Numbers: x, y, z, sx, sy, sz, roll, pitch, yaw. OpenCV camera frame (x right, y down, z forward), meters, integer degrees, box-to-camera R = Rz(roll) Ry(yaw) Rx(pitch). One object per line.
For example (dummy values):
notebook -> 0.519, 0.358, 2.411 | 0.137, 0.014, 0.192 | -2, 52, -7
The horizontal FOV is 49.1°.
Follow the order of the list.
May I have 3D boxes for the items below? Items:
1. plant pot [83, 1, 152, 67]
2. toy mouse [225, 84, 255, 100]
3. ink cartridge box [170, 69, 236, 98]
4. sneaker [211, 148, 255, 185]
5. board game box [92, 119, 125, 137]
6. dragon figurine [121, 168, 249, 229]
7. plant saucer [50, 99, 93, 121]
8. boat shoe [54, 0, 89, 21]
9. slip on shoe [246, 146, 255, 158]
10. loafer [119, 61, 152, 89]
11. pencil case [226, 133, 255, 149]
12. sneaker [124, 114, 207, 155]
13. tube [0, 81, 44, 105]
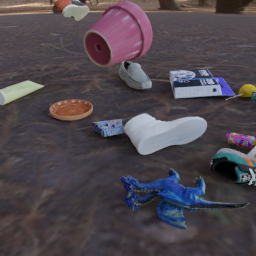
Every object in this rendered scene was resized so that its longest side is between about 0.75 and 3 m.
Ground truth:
plant pot -> -0.521, -3.423, 10.793 | 2.252, 2.252, 2.016 | 21, 49, 34
toy mouse -> 6.003, -1.607, 11.803 | 2.764, 0.535, 2.457 | -16, 16, -27
ink cartridge box -> 3.439, -2.181, 13.352 | 2.700, 0.586, 2.675 | -1, 27, 4
sneaker -> 3.185, 1.166, 7.130 | 2.185, 0.780, 0.873 | 12, 32, 34
board game box -> -0.553, -0.040, 9.601 | 1.036, 0.320, 1.037 | -12, 17, -26
dragon figurine -> 1.089, 1.626, 6.162 | 2.672, 0.786, 1.329 | 19, 34, 33
plant saucer -> -2.230, -0.699, 11.071 | 1.674, 0.270, 1.674 | 0, 29, 0
boat shoe -> -1.576, -3.421, 7.963 | 0.467, 0.531, 1.492 | 46, 24, 0
slip on shoe -> 3.971, 0.704, 8.134 | 1.861, 0.708, 0.564 | -23, 63, -37
loafer -> 0.293, -2.704, 14.001 | 1.023, 1.021, 2.927 | -13, 31, -23
pencil case -> 3.491, 0.383, 8.646 | 0.419, 0.419, 0.948 | -12, 11, -21
sneaker -> 1.170, -0.091, 9.206 | 2.590, 0.954, 1.497 | -13, 34, -21
tube -> -4.913, -1.694, 12.671 | 0.642, 0.717, 2.472 | -31, 10, 30
